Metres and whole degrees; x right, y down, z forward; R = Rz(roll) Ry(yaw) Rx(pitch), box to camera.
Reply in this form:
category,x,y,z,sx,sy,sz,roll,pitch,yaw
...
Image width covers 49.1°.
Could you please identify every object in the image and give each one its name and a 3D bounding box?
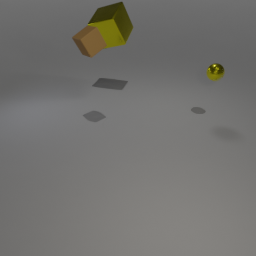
category,x,y,z,sx,sy,sz,roll,pitch,yaw
cube,-0.779,-4.757,13.073,1.400,1.400,1.400,-2,50,29
cube,-1.265,-2.838,9.186,0.700,0.700,0.700,-43,39,-13
ball,3.474,-2.212,11.122,0.700,0.700,0.700,0,29,0
